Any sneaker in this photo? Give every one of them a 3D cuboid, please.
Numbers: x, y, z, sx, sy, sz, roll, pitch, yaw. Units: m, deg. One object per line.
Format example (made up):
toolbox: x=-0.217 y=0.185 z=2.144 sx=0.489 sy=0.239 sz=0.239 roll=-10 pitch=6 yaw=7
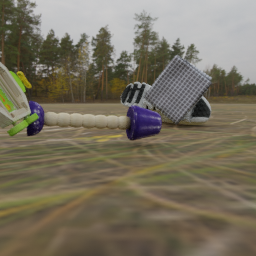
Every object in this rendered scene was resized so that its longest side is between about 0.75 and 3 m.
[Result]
sneaker: x=1.215 y=-0.662 z=8.710 sx=2.932 sy=1.102 sz=1.188 roll=18 pitch=-18 yaw=35

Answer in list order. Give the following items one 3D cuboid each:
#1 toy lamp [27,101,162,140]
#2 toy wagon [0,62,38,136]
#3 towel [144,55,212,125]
toy lamp: x=-0.470 y=-0.112 z=4.296 sx=2.008 sy=0.584 sz=0.584 roll=4 pitch=5 yaw=-16
toy wagon: x=-1.576 y=-0.503 z=3.500 sx=0.289 sy=1.133 sz=1.460 roll=-31 pitch=12 yaw=3
towel: x=1.301 y=-1.018 z=7.360 sx=1.238 sy=1.495 sz=0.640 roll=40 pitch=17 yaw=11
